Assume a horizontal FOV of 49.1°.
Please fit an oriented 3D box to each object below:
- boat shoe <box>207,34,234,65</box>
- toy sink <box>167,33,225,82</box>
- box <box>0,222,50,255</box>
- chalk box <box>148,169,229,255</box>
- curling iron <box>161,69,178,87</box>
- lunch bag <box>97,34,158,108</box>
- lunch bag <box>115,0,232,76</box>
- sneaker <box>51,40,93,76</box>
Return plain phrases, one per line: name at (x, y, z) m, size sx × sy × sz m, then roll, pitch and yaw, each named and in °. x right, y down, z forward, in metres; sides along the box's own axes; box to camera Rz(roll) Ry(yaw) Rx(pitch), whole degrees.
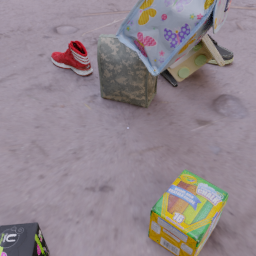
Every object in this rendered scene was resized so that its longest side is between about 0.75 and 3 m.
boat shoe at (2.860, -3.206, 10.786) m, size 2.594 × 0.852 × 0.927 m, roll 32°, pitch 50°, yaw 32°
toy sink at (1.699, -2.812, 9.253) m, size 1.557 × 1.811 × 2.779 m, roll -36°, pitch 36°, yaw 20°
box at (-1.682, 2.104, 4.450) m, size 0.625 × 1.006 × 0.747 m, roll -3°, pitch 41°, yaw -4°
chalk box at (1.192, 1.501, 5.208) m, size 0.944 × 0.940 × 1.518 m, roll 27°, pitch 48°, yaw 27°
curling iron at (1.266, -2.183, 9.944) m, size 0.573 × 0.296 × 2.313 m, roll -27°, pitch 44°, yaw 7°
lunch bag at (0.017, -1.799, 8.270) m, size 1.631 × 1.989 × 1.169 m, roll 14°, pitch 43°, yaw 17°
lunch bag at (1.180, -2.334, 5.485) m, size 1.463 × 2.301 × 1.951 m, roll 44°, pitch 34°, yaw 0°
sneaker at (-2.046, -2.692, 9.973) m, size 1.952 × 1.127 × 0.765 m, roll 24°, pitch 46°, yaw 26°
